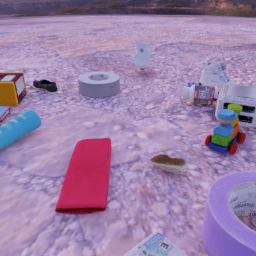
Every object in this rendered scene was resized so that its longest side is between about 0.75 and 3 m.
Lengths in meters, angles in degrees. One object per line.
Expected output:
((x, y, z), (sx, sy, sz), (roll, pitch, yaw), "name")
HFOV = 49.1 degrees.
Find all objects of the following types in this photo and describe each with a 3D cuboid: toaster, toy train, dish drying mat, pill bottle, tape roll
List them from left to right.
((-1.046, 1.131, 7.441), (1.145, 0.271, 2.983), (-1, 28, 0), "dish drying mat")
((-1.354, -2.083, 13.150), (1.958, 0.647, 1.958), (0, 26, 0), "tape roll")
((3.013, -1.408, 11.764), (1.373, 0.760, 0.760), (6, 28, 12), "pill bottle")
((3.309, -0.193, 8.853), (0.939, 1.284, 2.219), (20, 33, 33), "toy train")
((3.993, -0.807, 10.083), (2.120, 1.205, 1.369), (13, 29, 19), "toaster")
((2.600, 1.862, 5.264), (2.273, 0.966, 2.273), (-1, 27, 0), "tape roll")

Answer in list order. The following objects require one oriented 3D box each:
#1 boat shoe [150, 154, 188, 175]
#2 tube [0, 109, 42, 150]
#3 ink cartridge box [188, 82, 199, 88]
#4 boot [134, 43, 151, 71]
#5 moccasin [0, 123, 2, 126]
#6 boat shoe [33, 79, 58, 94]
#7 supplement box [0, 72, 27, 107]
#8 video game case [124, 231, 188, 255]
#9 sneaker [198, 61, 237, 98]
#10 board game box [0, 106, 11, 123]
((1.084, 1.006, 7.547), (0.438, 0.394, 1.213), (-35, 24, -33), "boat shoe")
((-3.951, 0.320, 8.658), (1.060, 0.690, 2.738), (3, 31, 39), "tube")
((3.393, -2.115, 13.748), (0.828, 0.183, 0.389), (-2, 26, -3), "ink cartridge box")
((0.825, -3.628, 15.417), (0.913, 1.187, 2.483), (-3, 41, 7), "boot")
((-4.207, 0.071, 9.348), (0.430, 0.364, 1.068), (6, 28, 11), "moccasin")
((-3.960, -2.075, 13.325), (1.704, 0.534, 0.624), (21, 34, 37), "boat shoe")
((-5.357, -1.680, 11.982), (1.528, 1.028, 1.549), (-1, 28, -2), "supplement box")
((0.394, 2.799, 4.220), (2.280, 0.251, 2.078), (-22, 35, -36), "video game case")
((4.169, -2.061, 12.262), (0.947, 1.449, 2.522), (-20, 34, -34), "sneaker")
((-5.286, -0.195, 9.881), (1.329, 0.251, 2.582), (6, 27, -3), "board game box")
